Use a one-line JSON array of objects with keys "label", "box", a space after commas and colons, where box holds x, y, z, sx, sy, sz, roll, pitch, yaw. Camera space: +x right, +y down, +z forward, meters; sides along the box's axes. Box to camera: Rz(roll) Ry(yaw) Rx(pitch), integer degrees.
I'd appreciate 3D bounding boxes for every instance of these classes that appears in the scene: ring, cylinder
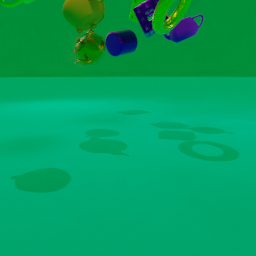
[{"label": "ring", "box": [1.073, -2.854, 6.610, 0.279, 1.393, 1.393, 41, 25, 14]}, {"label": "cylinder", "box": [-0.273, -3.610, 11.882, 0.993, 0.993, 0.993, 11, 27, 44]}]

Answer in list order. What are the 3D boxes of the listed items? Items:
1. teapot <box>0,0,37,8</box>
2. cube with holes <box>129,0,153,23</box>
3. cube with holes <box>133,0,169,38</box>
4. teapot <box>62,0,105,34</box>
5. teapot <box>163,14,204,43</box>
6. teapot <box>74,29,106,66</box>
[{"label": "teapot", "box": [-1.888, -2.819, 5.072, 0.705, 1.441, 0.896, 26, -3, -6]}, {"label": "cube with holes", "box": [0.599, -3.929, 9.381, 0.723, 0.723, 0.723, 31, 39, 21]}, {"label": "cube with holes", "box": [0.675, -3.120, 7.936, 0.752, 0.752, 0.752, -26, 4, 10]}, {"label": "teapot", "box": [-1.011, -2.872, 6.903, 1.073, 0.845, 1.726, -27, 0, -29]}, {"label": "teapot", "box": [1.598, -3.005, 8.451, 1.436, 0.703, 0.893, -18, 15, 27]}, {"label": "teapot", "box": [-1.143, -2.237, 7.917, 0.762, 1.556, 0.968, 33, -41, -32]}]
